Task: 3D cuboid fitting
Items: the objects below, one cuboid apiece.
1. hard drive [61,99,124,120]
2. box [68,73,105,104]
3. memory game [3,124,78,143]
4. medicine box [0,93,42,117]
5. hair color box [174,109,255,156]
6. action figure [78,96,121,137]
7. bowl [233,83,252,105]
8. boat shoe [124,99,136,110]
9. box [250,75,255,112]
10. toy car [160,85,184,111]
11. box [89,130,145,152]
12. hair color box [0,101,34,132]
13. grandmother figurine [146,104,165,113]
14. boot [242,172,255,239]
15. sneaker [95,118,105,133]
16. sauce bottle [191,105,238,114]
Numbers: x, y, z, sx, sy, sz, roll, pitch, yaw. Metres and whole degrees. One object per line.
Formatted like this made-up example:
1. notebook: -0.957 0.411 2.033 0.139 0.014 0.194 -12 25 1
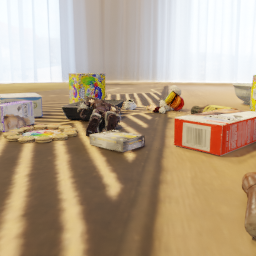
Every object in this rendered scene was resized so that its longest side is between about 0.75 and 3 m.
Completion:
1. hard drive: -1.270 -0.767 11.146 1.875 0.588 2.780 2 12 12
2. box: -2.054 -1.920 14.088 1.589 1.649 1.006 -10 15 -39
3. memory game: -2.443 0.121 7.996 2.051 0.131 2.051 0 11 0
4. medicine box: -4.351 -0.923 11.239 1.506 0.851 1.653 -6 14 -26
5. hair color box: 2.363 0.011 7.040 2.323 0.743 1.288 -9 14 -43
6. action figure: -0.845 -0.413 8.548 1.406 0.750 2.161 8 19 -9
7. bowl: 6.823 -1.811 14.942 2.447 1.100 2.447 0 12 0
8. boat shoe: 0.094 -1.166 13.430 0.491 0.448 1.364 3 12 15
9. box: 6.414 -1.268 10.963 2.579 1.633 2.678 3 11 14
10. toy car: 2.121 -1.255 12.827 1.006 1.174 1.342 35 13 -1
11. box: -0.268 0.290 6.828 1.084 0.262 0.858 9 14 38
12. hair color box: -3.603 -0.407 8.903 0.468 0.790 1.445 5 13 19
13. grandmother figurine: 1.270 -0.826 12.251 0.627 0.313 1.034 -34 28 -20
14. boot: 2.108 0.893 3.351 1.412 0.487 1.515 -10 5 20
15. sneaker: -0.947 -0.094 8.571 0.405 0.350 0.925 -3 11 12
16. sauce bottle: 2.958 -0.466 9.700 0.653 0.653 1.978 -6 10 -27
